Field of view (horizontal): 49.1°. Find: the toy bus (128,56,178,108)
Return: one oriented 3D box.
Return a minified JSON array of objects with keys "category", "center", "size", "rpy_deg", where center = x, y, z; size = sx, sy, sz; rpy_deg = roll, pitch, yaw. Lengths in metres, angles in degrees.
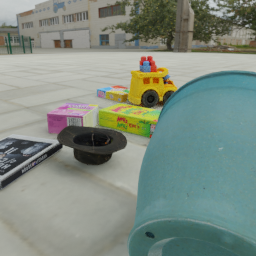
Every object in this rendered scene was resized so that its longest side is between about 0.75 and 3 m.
[{"category":"toy bus","center":[1.335,-2.403,14.188],"size":[2.524,2.423,1.713],"rpy_deg":[-5,18,-18]}]

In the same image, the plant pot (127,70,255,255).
[{"category":"plant pot","center":[1.407,1.037,4.182],"size":[2.928,2.928,2.751],"rpy_deg":[8,36,23]}]

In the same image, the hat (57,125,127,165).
[{"category":"hat","center":[-1.047,0.587,8.123],"size":[1.999,0.806,1.999],"rpy_deg":[8,22,-3]}]

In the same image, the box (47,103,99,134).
[{"category":"box","center":[-2.054,-0.368,10.791],"size":[1.434,0.788,1.630],"rpy_deg":[5,19,14]}]

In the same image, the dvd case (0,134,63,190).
[{"category":"dvd case","center":[-3.453,0.838,8.072],"size":[1.993,0.328,2.652],"rpy_deg":[7,20,19]}]

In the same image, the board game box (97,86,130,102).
[{"category":"board game box","center":[-0.493,-1.958,15.860],"size":[1.621,0.427,2.119],"rpy_deg":[-18,26,-42]}]

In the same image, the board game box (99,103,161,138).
[{"category":"board game box","center":[0.351,-0.330,10.874],"size":[2.756,0.656,1.400],"rpy_deg":[13,23,33]}]
